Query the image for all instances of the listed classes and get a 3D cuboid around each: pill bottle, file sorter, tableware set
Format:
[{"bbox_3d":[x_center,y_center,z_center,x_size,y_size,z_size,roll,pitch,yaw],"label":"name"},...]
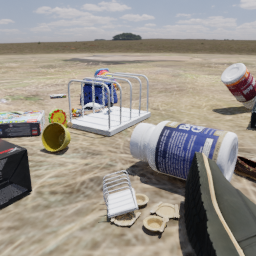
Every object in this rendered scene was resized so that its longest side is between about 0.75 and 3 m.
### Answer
[{"bbox_3d":[1.226,0.518,6.450,2.261,1.256,1.256,12,22,31],"label":"pill bottle"},{"bbox_3d":[-0.624,-1.046,10.409,1.925,1.728,2.774,12,22,31],"label":"file sorter"},{"bbox_3d":[0.330,1.553,5.170,1.195,0.139,0.998,8,20,24],"label":"tableware set"},{"bbox_3d":[-0.177,1.219,5.313,0.550,0.494,0.793,-17,14,-1],"label":"file sorter"},{"bbox_3d":[5.001,-1.773,12.133,1.932,1.103,1.103,40,1,-27],"label":"pill bottle"}]

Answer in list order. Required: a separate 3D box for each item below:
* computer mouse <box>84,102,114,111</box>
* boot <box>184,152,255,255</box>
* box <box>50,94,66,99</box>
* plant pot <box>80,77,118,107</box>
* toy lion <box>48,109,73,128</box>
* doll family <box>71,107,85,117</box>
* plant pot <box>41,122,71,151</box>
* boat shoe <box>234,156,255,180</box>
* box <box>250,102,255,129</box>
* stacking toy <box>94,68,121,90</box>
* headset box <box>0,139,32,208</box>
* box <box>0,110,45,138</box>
[{"bbox_3d":[-1.250,-0.888,11.258,1.346,0.295,0.738,-6,10,14],"label":"computer mouse"},{"bbox_3d":[2.005,1.500,4.174,2.045,1.145,2.957,5,32,0],"label":"boot"},{"bbox_3d":[-3.666,-1.661,14.677,0.786,0.136,0.433,-8,20,-23],"label":"box"},{"bbox_3d":[-1.383,-1.756,13.283,1.357,1.220,1.357,15,23,34],"label":"plant pot"},{"bbox_3d":[-2.192,-0.153,8.753,0.281,0.785,0.819,6,56,51],"label":"toy lion"},{"bbox_3d":[-2.122,-0.709,11.533,0.480,0.348,0.773,4,19,11],"label":"doll family"},{"bbox_3d":[-1.990,0.293,8.105,0.819,0.819,0.581,8,-6,21],"label":"plant pot"},{"bbox_3d":[3.016,0.985,6.435,1.188,0.418,0.418,18,24,39],"label":"boat shoe"},{"bbox_3d":[6.143,-0.526,10.012,2.976,0.685,2.366,11,30,29],"label":"box"},{"bbox_3d":[-1.119,-2.797,17.073,1.073,1.135,1.956,-18,40,-40],"label":"stacking toy"},{"bbox_3d":[-3.734,0.876,5.685,2.837,1.096,2.111,15,24,33],"label":"headset box"},{"bbox_3d":[-4.362,-0.129,9.595,2.797,0.486,1.539,-3,19,-10],"label":"box"}]
